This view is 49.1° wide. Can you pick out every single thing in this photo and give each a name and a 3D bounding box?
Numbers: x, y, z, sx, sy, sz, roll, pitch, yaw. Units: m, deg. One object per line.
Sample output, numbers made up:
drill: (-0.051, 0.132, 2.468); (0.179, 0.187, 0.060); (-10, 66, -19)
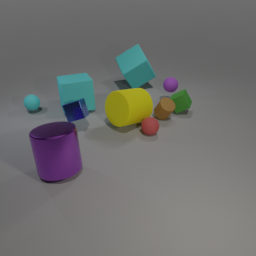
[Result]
cylinder: (-2.193, 0.674, 8.622); (1.400, 1.400, 1.400); (-5, 21, 2)
cube: (0.404, -3.166, 14.582); (1.400, 1.400, 1.400); (-29, 53, 11)
cylinder: (0.040, -0.841, 11.172); (1.400, 1.400, 1.400); (26, 27, 37)
cube: (-2.346, -1.583, 12.627); (1.400, 1.400, 1.400); (-11, 26, -16)
cube: (-1.990, -0.688, 10.756); (0.700, 0.700, 0.700); (-15, 12, 10)
ball: (1.993, -2.015, 13.083); (0.700, 0.700, 0.700); (0, 30, 0)
cylinder: (1.537, -0.813, 11.825); (0.700, 0.700, 0.700); (10, 57, -17)
ball: (0.860, -0.074, 10.839); (0.700, 0.700, 0.700); (0, 30, 0)
ball: (-4.259, -1.129, 12.412); (0.700, 0.700, 0.700); (0, 30, 0)
cube: (2.332, -1.184, 12.393); (0.700, 0.700, 0.700); (-23, 17, 30)
